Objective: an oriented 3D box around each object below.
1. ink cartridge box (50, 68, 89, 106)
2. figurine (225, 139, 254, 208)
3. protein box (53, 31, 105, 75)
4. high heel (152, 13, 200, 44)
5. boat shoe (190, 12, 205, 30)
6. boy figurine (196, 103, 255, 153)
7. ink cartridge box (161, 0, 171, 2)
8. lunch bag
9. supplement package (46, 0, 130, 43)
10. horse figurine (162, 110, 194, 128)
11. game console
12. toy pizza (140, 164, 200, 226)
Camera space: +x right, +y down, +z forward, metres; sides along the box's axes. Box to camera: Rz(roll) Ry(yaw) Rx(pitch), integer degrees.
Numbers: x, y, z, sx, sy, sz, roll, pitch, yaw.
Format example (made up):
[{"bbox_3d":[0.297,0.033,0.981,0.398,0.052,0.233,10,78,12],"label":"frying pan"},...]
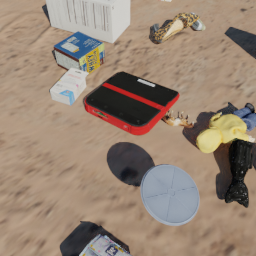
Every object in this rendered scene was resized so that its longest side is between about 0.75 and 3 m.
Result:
[{"bbox_3d":[-1.870,-1.375,9.176,0.731,0.431,1.270,19,53,16],"label":"ink cartridge box"},{"bbox_3d":[3.281,1.287,6.871,1.698,0.731,1.657,14,59,11],"label":"figurine"},{"bbox_3d":[-1.694,-2.612,9.938,1.255,0.847,1.246,31,57,23],"label":"protein box"},{"bbox_3d":[1.956,-3.876,11.042,1.965,0.702,1.401,-13,44,10],"label":"high heel"},{"bbox_3d":[2.861,-4.458,11.840,0.376,0.436,1.212,10,45,-29],"label":"boat shoe"},{"bbox_3d":[2.848,0.053,7.790,2.146,0.691,1.334,-28,46,-19],"label":"boy figurine"},{"bbox_3d":[1.870,-6.286,13.402,0.783,0.264,0.456,14,51,14],"label":"ink cartridge box"},{"bbox_3d":[-0.522,2.777,5.527,0.971,0.728,1.145,30,49,20],"label":"lunch bag"},{"bbox_3d":[-1.570,-4.851,11.299,2.972,1.628,1.691,21,53,17],"label":"supplement package"},{"bbox_3d":[1.451,-0.256,8.365,1.017,0.254,0.674,7,45,4],"label":"horse figurine"},{"bbox_3d":[0.075,-0.848,8.688,2.406,0.373,2.127,26,51,28],"label":"game console"},{"bbox_3d":[0.801,1.273,5.399,1.204,0.191,1.204,8,58,-12],"label":"toy pizza"}]
